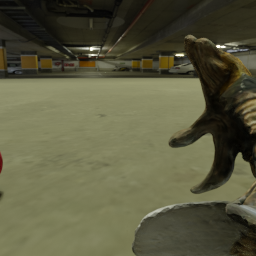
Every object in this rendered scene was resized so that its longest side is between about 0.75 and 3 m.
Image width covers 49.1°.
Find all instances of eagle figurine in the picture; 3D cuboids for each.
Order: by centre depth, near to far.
[{"bbox_3d":[1.397,0.176,1.069,2.232,2.220,2.942,-14,22,-22],"label":"eagle figurine"}]

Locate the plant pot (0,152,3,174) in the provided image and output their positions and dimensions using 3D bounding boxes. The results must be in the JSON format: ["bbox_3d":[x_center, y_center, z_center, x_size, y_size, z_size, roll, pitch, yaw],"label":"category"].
[{"bbox_3d":[-1.923,0.484,3.143,0.759,0.759,0.691,1,19,2],"label":"plant pot"}]
